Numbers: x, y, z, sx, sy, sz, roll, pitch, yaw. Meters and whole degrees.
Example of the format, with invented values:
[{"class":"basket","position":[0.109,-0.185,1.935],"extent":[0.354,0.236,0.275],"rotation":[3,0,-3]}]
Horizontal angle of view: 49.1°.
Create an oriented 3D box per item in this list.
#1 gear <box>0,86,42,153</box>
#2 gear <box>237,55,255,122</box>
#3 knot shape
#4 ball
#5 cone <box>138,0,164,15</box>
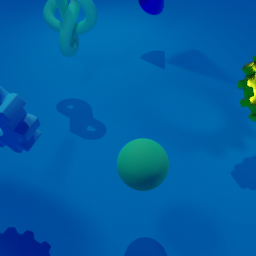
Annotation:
[{"class":"gear","position":[-2.407,-0.328,4.600],"extent":[2.008,2.008,0.371],"rotation":[19,60,17]},{"class":"gear","position":[3.504,-0.939,6.794],"extent":[1.808,1.808,0.334],"rotation":[-22,6,-19]},{"class":"knot shape","position":[-1.673,-2.978,7.957],"extent":[0.940,1.903,2.034],"rotation":[-12,26,-34]},{"class":"ball","position":[0.271,0.668,5.122],"extent":[0.950,0.950,0.950],"rotation":[0,47,0]},{"class":"cone","position":[1.075,-4.898,10.198],"extent":[1.083,1.087,1.083],"rotation":[3,80,-19]}]
